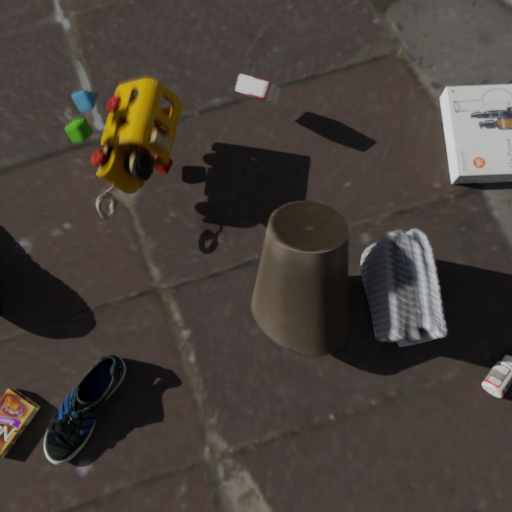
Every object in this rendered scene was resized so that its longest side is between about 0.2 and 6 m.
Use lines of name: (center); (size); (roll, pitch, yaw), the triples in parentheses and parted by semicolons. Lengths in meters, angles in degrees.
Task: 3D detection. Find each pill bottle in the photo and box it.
pill bottle: (4.401, 2.144, 10.022); (0.397, 0.397, 0.716); (39, 78, 10)

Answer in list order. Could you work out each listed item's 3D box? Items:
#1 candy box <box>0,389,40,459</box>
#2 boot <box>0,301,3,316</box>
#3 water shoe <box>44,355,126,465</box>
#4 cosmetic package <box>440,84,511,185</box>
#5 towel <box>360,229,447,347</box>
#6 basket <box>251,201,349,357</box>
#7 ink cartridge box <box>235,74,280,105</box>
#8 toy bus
candy box: (-4.400, 2.945, 9.860); (0.610, 0.295, 1.046); (32, 79, 7)
boot: (-6.288, 0.665, 10.011); (2.490, 1.132, 2.963); (-38, 71, -13)
water shoe: (-3.065, 2.599, 9.677); (0.739, 0.816, 2.067); (28, 77, 7)
cosmetic package: (4.585, -2.443, 11.222); (1.483, 0.508, 1.967); (-3, 75, 2)
towel: (2.441, 0.609, 9.733); (0.818, 1.583, 1.911); (-4, 78, -10)
basket: (0.787, 0.313, 9.244); (1.477, 2.172, 1.958); (-33, 54, -30)
ink cartridge box: (0.045, -3.120, 10.546); (0.583, 0.803, 0.335); (20, 101, 18)
toy bus: (-2.025, -1.996, 9.855); (1.127, 2.058, 2.181); (-2, 115, 35)
